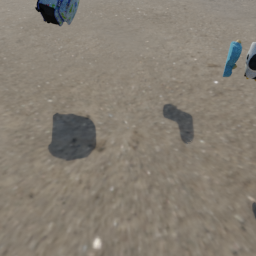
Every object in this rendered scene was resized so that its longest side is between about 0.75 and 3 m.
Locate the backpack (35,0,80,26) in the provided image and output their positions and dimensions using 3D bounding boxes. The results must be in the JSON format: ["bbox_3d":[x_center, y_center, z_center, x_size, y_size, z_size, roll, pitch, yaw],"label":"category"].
[{"bbox_3d":[-2.220,-4.268,9.301,1.101,1.498,1.371,18,0,-4],"label":"backpack"}]

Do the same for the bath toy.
[{"bbox_3d":[3.473,-1.337,6.356,2.434,0.899,1.058,17,12,24],"label":"bath toy"}]
